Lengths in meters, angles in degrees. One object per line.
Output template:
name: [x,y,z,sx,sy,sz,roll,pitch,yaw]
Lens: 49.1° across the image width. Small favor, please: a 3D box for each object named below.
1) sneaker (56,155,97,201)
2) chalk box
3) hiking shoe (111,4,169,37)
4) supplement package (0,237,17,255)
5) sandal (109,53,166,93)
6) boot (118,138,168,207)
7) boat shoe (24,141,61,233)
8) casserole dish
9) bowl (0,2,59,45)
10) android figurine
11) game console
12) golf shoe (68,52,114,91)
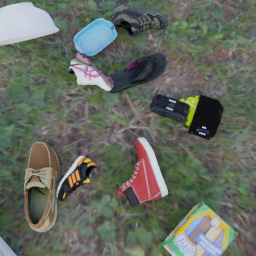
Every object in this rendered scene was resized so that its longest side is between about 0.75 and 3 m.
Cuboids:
sneaker: [-1.634,1.691,9.010,0.732,0.569,1.627,23,69,20]
chalk box: [1.834,3.358,8.029,2.055,1.279,1.272,-42,74,-16]
hiking shoe: [0.466,-4.083,11.163,2.291,0.868,1.153,8,78,-5]
supplement package: [-4.867,3.640,7.735,2.869,1.591,2.234,40,73,15]
sandal: [0.348,-2.105,10.485,2.604,0.623,0.979,-29,71,-8]
boot: [0.243,1.414,9.106,1.493,0.749,2.069,-18,73,-5]
boat shoe: [-2.714,1.748,8.776,1.074,1.049,2.839,-9,69,-3]
casserole dish: [-1.292,-3.555,11.146,1.845,0.358,1.118,-43,86,-14]
bowl: [-3.849,-3.792,10.103,2.492,2.492,1.120,-15,108,-6]
android figurine: [2.297,-0.619,10.140,1.146,0.258,1.259,38,75,14]
game console: [2.042,-0.622,9.890,2.477,0.299,1.461,20,73,9]
golf shoe: [-1.364,-1.885,10.314,2.147,0.780,0.989,42,101,30]
